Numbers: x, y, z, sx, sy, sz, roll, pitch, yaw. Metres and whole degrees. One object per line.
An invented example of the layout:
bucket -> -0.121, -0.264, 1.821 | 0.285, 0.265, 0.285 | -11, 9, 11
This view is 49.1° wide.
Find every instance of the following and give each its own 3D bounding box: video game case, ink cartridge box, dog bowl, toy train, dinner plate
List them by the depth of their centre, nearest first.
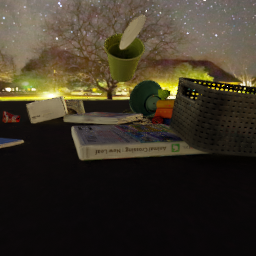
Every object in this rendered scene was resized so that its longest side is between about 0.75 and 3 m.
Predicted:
dinner plate -> 0.073, -2.215, 6.402 | 0.113, 0.930, 0.930 | 31, -6, -24
video game case -> 0.079, 0.234, 6.605 | 2.647, 0.321, 2.908 | -2, 7, -14
toy train -> 1.236, -0.775, 10.175 | 2.475, 1.432, 1.048 | 5, 8, 31
ink cartridge box -> -3.427, -0.848, 12.077 | 1.466, 0.828, 1.998 | -15, 10, -10
video game case -> -1.020, -0.462, 12.236 | 2.637, 0.303, 2.403 | 3, 8, 26
dog bowl -> -3.784, -1.118, 15.424 | 2.868, 0.841, 2.868 | 1, 8, 0

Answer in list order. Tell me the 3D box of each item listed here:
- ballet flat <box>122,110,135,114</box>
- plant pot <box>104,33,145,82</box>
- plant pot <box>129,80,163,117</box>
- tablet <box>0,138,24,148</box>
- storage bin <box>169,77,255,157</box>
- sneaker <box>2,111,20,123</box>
ballet flat -> 0.466, -0.808, 14.750 | 1.606, 0.372, 0.541 | -2, 7, -12
plant pot -> -0.218, -3.031, 12.661 | 1.781, 1.781, 1.692 | -1, -34, -6
plant pot -> 1.148, -1.340, 14.142 | 1.843, 1.843, 1.235 | 4, -9, 27
tablet -> -3.355, 0.346, 6.584 | 1.527, 0.104, 0.994 | 3, 8, 28
storage bin -> 2.185, -0.233, 5.474 | 2.369, 1.110, 1.601 | 6, 16, -13
sneaker -> -4.965, -0.420, 11.927 | 0.637, 0.432, 1.103 | 6, 16, -30
